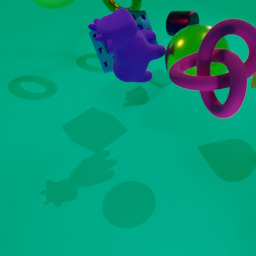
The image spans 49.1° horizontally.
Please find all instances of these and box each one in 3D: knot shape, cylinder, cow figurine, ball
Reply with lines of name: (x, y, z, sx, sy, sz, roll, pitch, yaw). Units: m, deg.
knot shape: (1.032, -0.600, 3.185, 1.077, 0.498, 1.008, -23, 66, 31)
cylinder: (1.875, -3.572, 9.638, 0.859, 0.859, 0.859, 18, 45, 36)
cow figurine: (-0.075, -1.608, 5.849, 1.669, 1.696, 0.931, -10, 58, -27)
ball: (1.281, -1.297, 5.214, 1.188, 1.188, 1.188, 0, 44, 0)

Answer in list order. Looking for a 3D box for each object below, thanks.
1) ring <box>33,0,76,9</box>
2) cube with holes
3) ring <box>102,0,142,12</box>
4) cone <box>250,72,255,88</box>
ring: (-2.181, -4.493, 8.612, 1.891, 0.378, 1.891, -3, 73, 9)
cube with holes: (-0.086, -2.279, 7.417, 1.150, 1.150, 1.150, -19, 3, 45)
ring: (-0.292, -4.846, 10.202, 1.780, 1.780, 0.356, 23, 64, 22)
cone: (3.471, -1.902, 6.583, 1.506, 1.511, 1.506, -19, 7, 2)
